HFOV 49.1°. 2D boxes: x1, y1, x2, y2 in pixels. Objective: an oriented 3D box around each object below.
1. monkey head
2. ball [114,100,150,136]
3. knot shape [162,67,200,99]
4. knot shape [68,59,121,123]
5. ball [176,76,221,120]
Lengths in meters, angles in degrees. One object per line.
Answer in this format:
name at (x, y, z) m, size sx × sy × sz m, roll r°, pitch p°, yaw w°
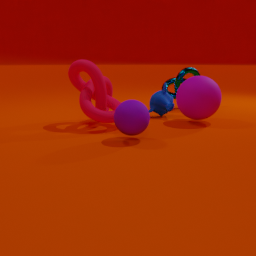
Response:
monkey head at (1.001, -0.745, 8.260) m, size 0.682 × 1.132 × 0.815 m, roll 33°, pitch 2°, yaw -9°
ball at (0.079, -0.214, 5.897) m, size 0.759 × 0.759 × 0.759 m, roll 0°, pitch 14°, yaw 0°
knot shape at (1.966, -1.286, 9.663) m, size 1.405 × 1.315 × 0.649 m, roll -28°, pitch -5°, yaw 16°
knot shape at (-0.763, -0.839, 7.419) m, size 0.870 × 1.884 × 1.763 m, roll -32°, pitch -10°, yaw 6°
ball at (1.896, -0.807, 7.547) m, size 1.183 × 1.183 × 1.183 m, roll 0°, pitch 14°, yaw 0°
